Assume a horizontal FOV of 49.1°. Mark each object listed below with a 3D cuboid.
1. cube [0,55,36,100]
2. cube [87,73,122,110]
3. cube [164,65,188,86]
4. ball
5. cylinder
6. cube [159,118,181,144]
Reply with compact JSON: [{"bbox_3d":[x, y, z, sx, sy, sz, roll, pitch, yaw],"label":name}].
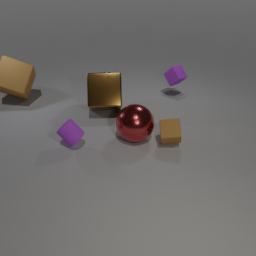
[{"bbox_3d":[-5.200,-2.268,12.933,1.400,1.400,1.400,18,-9,-12],"label":"cube"},{"bbox_3d":[-0.983,-1.528,12.025,1.400,1.400,1.400,-1,-2,-3],"label":"cube"},{"bbox_3d":[2.304,-2.539,13.552,0.700,0.700,0.700,-21,-9,-41],"label":"cube"},{"bbox_3d":[0.258,-0.173,10.186,1.400,1.400,1.400,0,30,0],"label":"ball"},{"bbox_3d":[-2.006,0.153,9.786,0.700,0.700,0.700,-39,17,14],"label":"cylinder"},{"bbox_3d":[1.503,0.124,9.923,0.700,0.700,0.700,-5,69,8],"label":"cube"}]
